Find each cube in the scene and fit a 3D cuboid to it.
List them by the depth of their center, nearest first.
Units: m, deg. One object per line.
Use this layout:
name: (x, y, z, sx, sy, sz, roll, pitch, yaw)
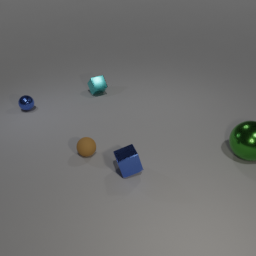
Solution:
cube: (0.006, 1.073, 9.134, 0.700, 0.700, 0.700, -22, 29, -5)
cube: (-1.560, -2.179, 14.289, 0.700, 0.700, 0.700, -19, -6, -27)

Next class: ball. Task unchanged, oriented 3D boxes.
ball: (4.242, 0.442, 9.701, 1.400, 1.400, 1.400, 0, 32, 0)
ball: (-1.484, 0.670, 9.994, 0.700, 0.700, 0.700, 0, 32, 0)
ball: (-4.667, -1.154, 12.864, 0.700, 0.700, 0.700, 0, 32, 0)
